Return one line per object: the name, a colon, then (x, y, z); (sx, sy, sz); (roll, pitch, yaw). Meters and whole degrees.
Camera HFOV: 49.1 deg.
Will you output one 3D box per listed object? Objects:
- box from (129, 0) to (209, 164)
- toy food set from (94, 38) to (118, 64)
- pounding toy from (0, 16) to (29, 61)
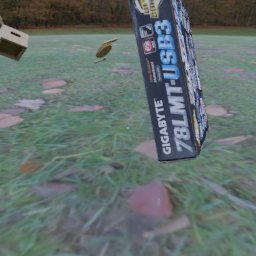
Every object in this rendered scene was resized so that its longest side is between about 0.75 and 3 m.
box: (0.758, -0.918, 4.432); (0.603, 2.426, 2.408); (-10, 6, 21)
toy food set: (-1.057, -3.413, 12.164); (0.936, 1.356, 0.272); (-32, 79, -41)
pounding toy: (-3.749, -2.815, 8.787); (1.036, 0.736, 0.953); (16, -33, -36)
